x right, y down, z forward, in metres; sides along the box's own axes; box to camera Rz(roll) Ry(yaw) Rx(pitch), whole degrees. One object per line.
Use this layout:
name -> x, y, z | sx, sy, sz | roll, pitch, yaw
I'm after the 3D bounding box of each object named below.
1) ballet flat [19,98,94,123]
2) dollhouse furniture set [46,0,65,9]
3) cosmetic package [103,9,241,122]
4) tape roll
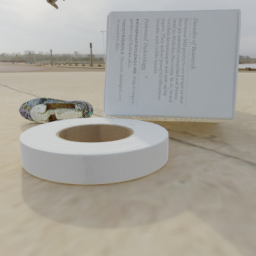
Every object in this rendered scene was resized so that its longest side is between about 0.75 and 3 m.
ballet flat -> -2.045, -0.440, 7.757 | 2.117, 0.761, 0.761 | -1, 13, 0
dollhouse furniture set -> -1.345, -3.000, 5.869 | 0.769, 0.877, 0.583 | -35, -24, 21
cosmetic package -> 1.077, -1.376, 7.155 | 2.873, 2.389, 2.404 | 2, 0, 9
tape roll -> -0.574, 0.281, 5.159 | 2.671, 0.488, 2.671 | 0, 13, 0
